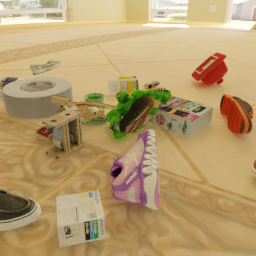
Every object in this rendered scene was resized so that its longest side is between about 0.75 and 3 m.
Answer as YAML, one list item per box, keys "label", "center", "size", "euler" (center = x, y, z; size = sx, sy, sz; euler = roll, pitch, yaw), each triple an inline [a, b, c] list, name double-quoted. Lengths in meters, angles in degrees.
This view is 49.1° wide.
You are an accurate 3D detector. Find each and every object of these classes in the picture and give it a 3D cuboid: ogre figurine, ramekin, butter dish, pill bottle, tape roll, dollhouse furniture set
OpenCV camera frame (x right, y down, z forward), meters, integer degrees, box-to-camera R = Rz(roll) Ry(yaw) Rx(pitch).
- label: "ogre figurine"
  center: [0.198, -0.685, 10.556]
  size: [1.619, 1.325, 2.700]
  euler: [24, 77, 49]
- label: "ramekin"
  center: [-1.501, -1.229, 12.600]
  size: [0.921, 0.450, 0.921]
  euler: [0, 26, 0]
- label: "butter dish"
  center: [4.659, -2.981, 15.245]
  size: [1.920, 1.419, 1.915]
  euler: [-41, 15, 14]
- label: "pill bottle"
  center: [-5.652, -2.151, 14.083]
  size: [1.414, 0.785, 0.785]
  euler: [5, 27, 10]
- label: "pill bottle"
  center: [-0.226, -2.141, 14.003]
  size: [1.462, 0.836, 0.836]
  euler: [-7, 27, -15]
- label: "tape roll"
  center: [-3.934, -1.415, 12.398]
  size: [2.933, 0.969, 2.933]
  euler: [0, 26, 0]
- label: "dollhouse furniture set"
  center: [-2.497, 0.026, 9.243]
  size: [1.701, 1.199, 1.192]
  euler: [19, 32, 31]

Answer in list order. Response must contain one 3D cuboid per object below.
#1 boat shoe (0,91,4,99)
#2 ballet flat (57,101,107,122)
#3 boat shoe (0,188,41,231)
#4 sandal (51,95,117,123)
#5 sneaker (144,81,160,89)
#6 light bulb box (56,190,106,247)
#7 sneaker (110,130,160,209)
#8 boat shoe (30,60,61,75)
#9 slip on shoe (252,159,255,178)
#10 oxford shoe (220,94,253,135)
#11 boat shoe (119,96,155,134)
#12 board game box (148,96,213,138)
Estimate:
- label: "boat shoe"
  center: [-5.582, -1.618, 13.513]
  size: [1.253, 0.430, 0.355]
  euler: [-8, -1, -11]
- label: "ballet flat"
  center: [-1.817, -0.662, 11.055]
  size: [2.077, 0.782, 0.705]
  euler: [4, 18, 7]
- label: "boat shoe"
  center: [-3.189, 1.680, 6.317]
  size: [2.382, 0.845, 0.859]
  euler: [3, 27, 5]
- label: "sandal"
  center: [-1.610, -0.579, 9.995]
  size: [2.341, 0.770, 0.858]
  euler: [10, -5, 2]
- label: "sneaker"
  center: [1.312, -2.240, 14.827]
  size: [0.889, 0.346, 0.365]
  euler: [-19, 35, -16]
- label: "light bulb box"
  center: [-1.036, 1.933, 6.084]
  size: [0.964, 0.602, 0.956]
  euler: [-6, 27, -13]
- label: "sneaker"
  center: [0.183, 0.965, 7.553]
  size: [1.277, 1.161, 2.887]
  euler: [-5, 27, 8]
- label: "boat shoe"
  center: [-2.904, -2.210, 9.934]
  size: [1.179, 0.378, 0.435]
  euler: [-31, 19, -34]
- label: "slip on shoe"
  center: [4.399, 0.779, 8.141]
  size: [1.032, 0.852, 2.786]
  euler: [24, 37, 36]
- label: "oxford shoe"
  center: [4.361, -0.587, 10.709]
  size: [1.084, 1.064, 2.990]
  euler: [8, 27, 3]
- label: "boat shoe"
  center: [0.348, -0.382, 8.832]
  size: [0.632, 1.712, 0.648]
  euler: [12, 54, -28]
- label: "board game box"
  center: [1.876, -0.562, 10.967]
  size: [2.286, 0.735, 1.686]
  euler: [21, 33, 37]
